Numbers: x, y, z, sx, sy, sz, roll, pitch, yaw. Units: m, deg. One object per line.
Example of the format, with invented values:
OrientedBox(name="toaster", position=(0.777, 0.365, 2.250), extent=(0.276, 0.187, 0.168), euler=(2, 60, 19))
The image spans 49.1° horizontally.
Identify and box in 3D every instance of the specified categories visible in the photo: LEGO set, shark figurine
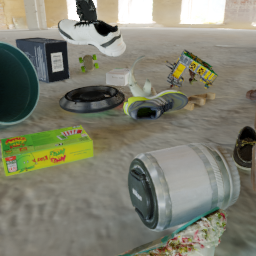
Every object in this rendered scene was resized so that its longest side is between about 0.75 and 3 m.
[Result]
OrientedBox(name="LEGO set", position=(2.785, -2.397, 12.843), extent=(2.137, 1.610, 2.779), euler=(27, 25, -12))
OrientedBox(name="shark figurine", position=(0.463, -1.519, 10.744), extent=(1.447, 2.422, 1.011), euler=(-27, -19, 8))

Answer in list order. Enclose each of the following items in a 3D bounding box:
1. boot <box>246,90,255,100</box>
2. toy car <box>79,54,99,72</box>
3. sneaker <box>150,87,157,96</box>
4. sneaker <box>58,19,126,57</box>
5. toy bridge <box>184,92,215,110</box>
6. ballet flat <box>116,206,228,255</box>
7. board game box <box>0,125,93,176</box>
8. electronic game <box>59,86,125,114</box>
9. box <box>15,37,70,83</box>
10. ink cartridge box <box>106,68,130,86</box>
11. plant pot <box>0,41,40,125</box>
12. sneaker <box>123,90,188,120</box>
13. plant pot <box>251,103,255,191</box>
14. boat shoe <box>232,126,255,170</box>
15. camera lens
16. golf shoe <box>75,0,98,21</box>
OrientedBox(name="boot", position=(5.725, -1.276, 10.881), extent=(1.531, 0.528, 1.642), euler=(-28, 31, -25))
OrientedBox(name="toy car", position=(-2.258, -3.721, 16.055), extent=(0.978, 0.939, 1.191), euler=(-14, 14, -6))
OrientedBox(name="sneaker", position=(0.938, -1.307, 10.989), extent=(0.388, 0.516, 1.035), euler=(-8, 27, -20))
OrientedBox(name="sneaker", position=(-0.924, -2.429, 6.910), extent=(1.890, 0.756, 0.697), euler=(20, 66, 15))
OrientedBox(name="toy bridge", position=(2.670, -1.085, 10.801), extent=(0.635, 0.257, 1.890), euler=(19, 30, 38))
OrientedBox(name="ballet flat", position=(0.517, 1.862, 3.795), extent=(2.424, 0.917, 0.775), euler=(-16, 58, -23))
OrientedBox(name="board game box", position=(-2.011, 0.500, 6.970), extent=(2.056, 0.490, 1.044), euler=(-11, 26, -23))
OrientedBox(name="electronic game", position=(-1.328, -1.073, 10.445), extent=(2.430, 0.506, 2.430), euler=(-3, 25, 1))
OrientedBox(name="box", position=(-4.299, -3.475, 14.129), extent=(2.547, 1.890, 1.364), euler=(19, 30, 35))
OrientedBox(name="ink cartridge box", position=(-0.381, -2.494, 13.572), extent=(0.963, 0.559, 1.330), euler=(8, 25, 18))
OrientedBox(name="plant pot", position=(-4.582, -1.292, 8.911), extent=(2.321, 2.471, 2.471), euler=(-2, 20, 32))
OrientedBox(name="sneaker", position=(1.014, -0.656, 9.368), extent=(2.239, 0.827, 0.906), euler=(-13, 33, -11))
OrientedBox(name="plant pot", position=(3.860, 0.275, 5.003), extent=(2.885, 2.914, 2.914), euler=(4, 23, 29))
OrientedBox(name="boat shoe", position=(2.967, 0.466, 7.025), extent=(0.598, 0.505, 1.678), euler=(8, 25, 17))
OrientedBox(name="camera lens", position=(0.902, 0.974, 4.894), extent=(1.634, 1.307, 1.307), euler=(-10, 26, -19))
OrientedBox(name="golf shoe", position=(-1.576, -4.646, 10.352), extent=(0.803, 2.066, 0.976), euler=(-22, 6, 21))
